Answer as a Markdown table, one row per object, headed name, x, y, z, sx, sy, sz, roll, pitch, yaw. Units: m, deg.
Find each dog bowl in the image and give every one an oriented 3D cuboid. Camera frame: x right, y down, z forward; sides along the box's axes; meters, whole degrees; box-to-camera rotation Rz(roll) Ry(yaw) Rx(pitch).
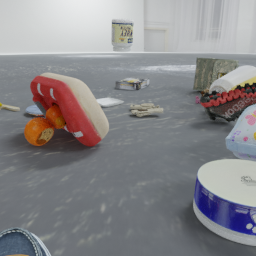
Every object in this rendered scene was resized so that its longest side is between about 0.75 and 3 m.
| name | x | y | z | sx | sy | sz | roll | pitch | yaw |
| --- | --- | --- | --- | --- | --- | --- | --- | --- | --- |
| dog bowl | 1.754 | 1.026 | 4.196 | 1.480 | 0.583 | 1.480 | 0 | 18 | 0 |

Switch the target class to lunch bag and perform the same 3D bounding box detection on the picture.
| name | x | y | z | sx | sy | sz | roll | pitch | yaw |
| --- | --- | --- | --- | --- | --- | --- | --- | --- | --- |
| lunch bag | 3.287 | 0.152 | 5.468 | 2.143 | 1.363 | 1.818 | -15 | 15 | -33 |
| lunch bag | 4.092 | -2.395 | 12.914 | 1.138 | 1.588 | 1.936 | -8 | 19 | -37 |

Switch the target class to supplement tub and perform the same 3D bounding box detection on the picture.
| name | x | y | z | sx | sy | sz | roll | pitch | yaw |
| --- | --- | --- | --- | --- | --- | --- | --- | --- | --- |
| supplement tub | -0.178 | -2.906 | 8.775 | 0.691 | 0.953 | 0.691 | 2 | 23 | -1 |

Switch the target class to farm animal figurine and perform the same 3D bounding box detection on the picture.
| name | x | y | z | sx | sy | sz | roll | pitch | yaw |
| --- | --- | --- | --- | --- | --- | --- | --- | --- | --- |
| farm animal figurine | 3.275 | -1.333 | 11.347 | 0.907 | 0.565 | 1.124 | 10 | 21 | 27 |

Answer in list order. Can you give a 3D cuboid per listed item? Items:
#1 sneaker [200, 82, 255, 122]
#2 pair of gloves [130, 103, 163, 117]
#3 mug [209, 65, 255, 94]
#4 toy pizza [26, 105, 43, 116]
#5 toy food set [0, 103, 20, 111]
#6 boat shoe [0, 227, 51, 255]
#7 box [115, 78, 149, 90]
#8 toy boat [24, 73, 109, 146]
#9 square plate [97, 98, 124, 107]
| name | x | y | z | sx | sy | sz | roll | pitch | yaw |
| --- | --- | --- | --- | --- | --- | --- | --- | --- | --- |
| sneaker | 3.271 | -0.728 | 8.397 | 2.052 | 1.003 | 0.725 | -12 | 21 | 22 |
| pair of gloves | 0.629 | -0.629 | 9.786 | 1.093 | 0.225 | 1.285 | -4 | 16 | -2 |
| mug | 3.832 | -1.233 | 9.691 | 1.610 | 1.571 | 1.961 | -20 | 19 | -28 |
| toy pizza | -2.904 | -0.615 | 9.769 | 1.255 | 0.199 | 1.255 | 0 | 20 | 0 |
| toy food set | -5.347 | -0.677 | 9.303 | 2.055 | 0.597 | 2.976 | 10 | 21 | 28 |
| boat shoe | -1.012 | 1.362 | 2.307 | 0.874 | 1.121 | 2.469 | -6 | 19 | -18 |
| box | 0.261 | -2.322 | 14.626 | 1.246 | 0.380 | 1.573 | 10 | 20 | 26 |
| toy boat | -1.782 | -0.244 | 6.995 | 1.754 | 1.751 | 2.683 | -45 | 38 | -22 |
| square plate | -0.821 | -1.012 | 11.061 | 0.983 | 0.140 | 0.974 | -15 | 24 | -38 |
